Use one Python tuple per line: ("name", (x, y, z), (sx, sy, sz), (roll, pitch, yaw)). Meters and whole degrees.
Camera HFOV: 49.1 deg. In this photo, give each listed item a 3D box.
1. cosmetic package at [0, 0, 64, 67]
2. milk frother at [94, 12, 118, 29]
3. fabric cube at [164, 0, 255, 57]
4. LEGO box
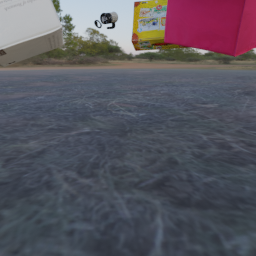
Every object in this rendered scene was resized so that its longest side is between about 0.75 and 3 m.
("cosmetic package", (-2.757, -2.839, 6.580), (1.782, 2.159, 1.780), (-24, 8, -9))
("milk frother", (-1.038, -5.053, 13.131), (0.854, 0.771, 0.803), (22, 32, 24))
("fabric cube", (2.380, -3.114, 7.103), (2.028, 1.996, 2.034), (24, 35, 37))
("LEGO box", (1.171, -3.444, 9.327), (1.971, 1.468, 0.760), (1, -12, 14))
